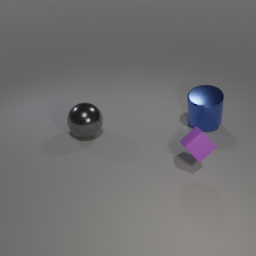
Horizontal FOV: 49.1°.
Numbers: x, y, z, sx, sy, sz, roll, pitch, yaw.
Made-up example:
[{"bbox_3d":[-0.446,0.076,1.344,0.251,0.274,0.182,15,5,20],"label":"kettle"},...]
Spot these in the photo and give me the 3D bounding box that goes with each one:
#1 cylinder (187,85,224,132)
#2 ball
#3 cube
[{"bbox_3d":[3.166,-0.810,11.514,1.400,1.400,1.400,-7,44,7],"label":"cylinder"},{"bbox_3d":[-1.680,-0.298,10.972,1.400,1.400,1.400,0,30,0],"label":"ball"},{"bbox_3d":[2.167,0.497,8.701,0.700,0.700,0.700,-44,11,9],"label":"cube"}]
